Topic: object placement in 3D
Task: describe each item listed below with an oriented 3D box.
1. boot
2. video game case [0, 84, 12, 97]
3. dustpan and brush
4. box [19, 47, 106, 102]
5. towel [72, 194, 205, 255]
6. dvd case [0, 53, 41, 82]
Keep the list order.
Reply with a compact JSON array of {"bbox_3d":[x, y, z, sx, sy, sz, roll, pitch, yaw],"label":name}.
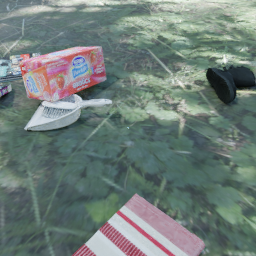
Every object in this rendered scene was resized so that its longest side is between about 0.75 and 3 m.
[{"bbox_3d":[4.165,-1.745,10.848,1.708,0.771,2.085,-2,41,-14],"label":"boot"},{"bbox_3d":[-5.393,-1.333,10.246,1.714,0.307,1.554,-2,19,-3],"label":"video game case"},{"bbox_3d":[-1.895,-0.675,9.375,2.753,0.788,1.921,4,37,5],"label":"dustpan and brush"},{"bbox_3d":[-2.266,-2.074,10.247,1.449,1.337,2.824,10,29,35],"label":"box"},{"bbox_3d":[0.052,2.677,5.556,1.893,0.299,2.629,30,49,30],"label":"towel"},{"bbox_3d":[-5.161,-2.644,12.297,2.793,0.307,2.039,-11,39,-15],"label":"dvd case"}]
